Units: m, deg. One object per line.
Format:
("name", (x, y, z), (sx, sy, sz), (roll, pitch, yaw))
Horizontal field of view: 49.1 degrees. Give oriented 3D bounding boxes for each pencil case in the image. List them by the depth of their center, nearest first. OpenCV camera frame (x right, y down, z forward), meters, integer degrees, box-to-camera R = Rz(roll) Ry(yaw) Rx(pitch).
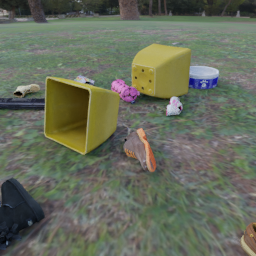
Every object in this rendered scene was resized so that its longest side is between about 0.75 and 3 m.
("pencil case", (-0.168, -1.852, 13.733), (0.869, 0.842, 1.854), (-17, 29, -16))

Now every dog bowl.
("dog bowl", (4.054, -2.868, 15.780), (1.977, 0.778, 1.977), (0, 27, 0))

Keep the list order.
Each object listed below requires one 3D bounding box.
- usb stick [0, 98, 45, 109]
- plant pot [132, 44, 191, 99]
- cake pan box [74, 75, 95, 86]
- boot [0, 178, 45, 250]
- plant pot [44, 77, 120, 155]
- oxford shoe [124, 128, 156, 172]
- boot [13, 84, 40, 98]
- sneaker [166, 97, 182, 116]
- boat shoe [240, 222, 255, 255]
("usb stick", (-4.718, -1.102, 12.683), (2.523, 0.411, 0.700), (2, 32, 3))
("plant pot", (1.436, -2.640, 13.702), (2.314, 2.299, 2.367), (20, 35, 35))
("cake pan box", (-2.382, -2.403, 15.068), (0.979, 0.256, 0.901), (23, 40, 6))
("boot", (-2.944, 1.963, 6.339), (1.500, 0.677, 1.831), (-28, 37, -36))
("plant pot", (-1.501, -0.606, 9.985), (2.177, 2.177, 1.921), (19, 22, 34))
("oxford shoe", (0.331, 0.772, 8.752), (0.806, 0.788, 2.211), (-20, 22, 1))
("boot", (-5.135, -1.876, 14.191), (1.180, 0.429, 0.917), (-2, 26, -1))
("sneaker", (2.093, -0.907, 12.205), (0.601, 0.554, 1.362), (10, 37, 17))
("boat shoe", (2.939, 2.490, 5.279), (0.635, 0.595, 1.763), (-15, 30, -28))
